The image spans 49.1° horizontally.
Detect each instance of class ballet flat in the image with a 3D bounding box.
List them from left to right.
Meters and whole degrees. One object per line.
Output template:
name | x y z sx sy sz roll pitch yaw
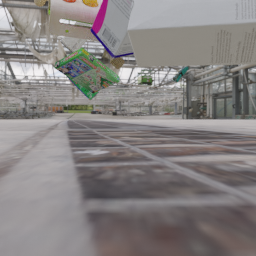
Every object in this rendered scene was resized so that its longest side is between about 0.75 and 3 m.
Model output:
ballet flat | 2.137 -2.249 11.525 0.315 0.848 0.315 39 -14 11

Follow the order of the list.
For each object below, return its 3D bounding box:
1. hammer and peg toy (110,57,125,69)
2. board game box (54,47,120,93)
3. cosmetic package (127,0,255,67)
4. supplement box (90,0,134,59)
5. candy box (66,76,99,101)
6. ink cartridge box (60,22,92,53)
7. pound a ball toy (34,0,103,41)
hammer and peg toy | -0.022 -3.050 9.196 0.773 2.194 1.613 39 2 -26
board game box | -1.136 -1.585 8.035 1.067 0.231 1.586 -18 -31 31
cosmetic package | 1.248 -1.814 4.784 2.296 1.235 0.974 3 -28 18
supplement box | 0.123 -2.779 6.454 1.064 1.042 2.059 -25 -19 -40
candy box | -1.949 -1.900 11.623 1.445 0.557 1.222 44 0 -20
ink cartridge box | -1.823 -3.648 10.745 0.734 1.261 1.731 39 17 -20
pound a ball toy | -1.339 -3.400 7.886 2.456 1.602 1.043 3 -40 -21
